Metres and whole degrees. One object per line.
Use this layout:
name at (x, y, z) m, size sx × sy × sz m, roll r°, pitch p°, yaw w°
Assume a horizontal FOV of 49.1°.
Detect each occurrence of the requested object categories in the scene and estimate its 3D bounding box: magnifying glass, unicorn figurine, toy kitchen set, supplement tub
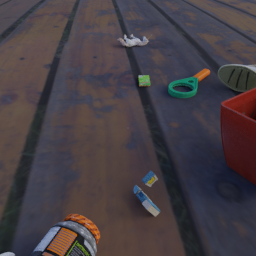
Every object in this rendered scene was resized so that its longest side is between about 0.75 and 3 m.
magnifying glass at (2.447, -1.749, 10.738) m, size 1.013 × 0.285 × 2.545 m, roll 24°, pitch 43°, yaw 31°
unicorn figurine at (0.326, -4.517, 14.530) m, size 1.554 × 0.574 × 1.067 m, roll -28°, pitch 52°, yaw -13°
toy kitchen set at (0.485, 1.325, 5.878) m, size 0.603 × 0.443 × 0.753 m, roll -44°, pitch 46°, yaw -3°
supplement tub at (-1.102, 2.173, 4.464) m, size 0.912 × 0.912 × 1.489 m, roll 14°, pitch 36°, yaw 20°

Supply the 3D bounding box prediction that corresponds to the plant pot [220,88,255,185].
plant pot at (3.365, 0.308, 6.414) m, size 1.987 × 1.753 × 1.989 m, roll -22°, pitch 40°, yaw -28°

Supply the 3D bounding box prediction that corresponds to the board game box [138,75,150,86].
board game box at (0.638, -1.834, 10.945) m, size 0.420 × 0.132 × 0.879 m, roll -1°, pitch 32°, yaw 0°

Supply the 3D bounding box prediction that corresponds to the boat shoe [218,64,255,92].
boat shoe at (4.607, -1.849, 10.353) m, size 2.571 × 0.961 × 0.879 m, roll 15°, pitch 31°, yaw 9°

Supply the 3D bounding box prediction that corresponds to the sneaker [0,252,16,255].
sneaker at (-2.567, 2.439, 4.435) m, size 1.559 × 0.586 × 0.632 m, roll -26°, pitch 34°, yaw -33°
